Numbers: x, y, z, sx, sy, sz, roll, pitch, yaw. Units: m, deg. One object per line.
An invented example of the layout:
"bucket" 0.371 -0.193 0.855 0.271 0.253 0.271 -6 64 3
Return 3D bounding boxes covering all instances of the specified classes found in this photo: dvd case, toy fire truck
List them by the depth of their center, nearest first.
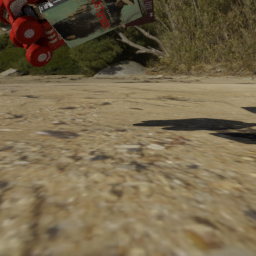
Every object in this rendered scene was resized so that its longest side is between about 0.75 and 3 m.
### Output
"dvd case" -0.643 -2.473 5.890 1.961 0.216 1.432 -22 -16 6
"toy fire truck" -2.408 -2.979 7.871 1.884 2.244 1.258 -37 68 -14

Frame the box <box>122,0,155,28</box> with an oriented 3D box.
"box" 0.096 -4.542 10.950 1.190 0.891 2.377 -13 29 -10
